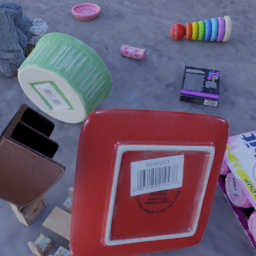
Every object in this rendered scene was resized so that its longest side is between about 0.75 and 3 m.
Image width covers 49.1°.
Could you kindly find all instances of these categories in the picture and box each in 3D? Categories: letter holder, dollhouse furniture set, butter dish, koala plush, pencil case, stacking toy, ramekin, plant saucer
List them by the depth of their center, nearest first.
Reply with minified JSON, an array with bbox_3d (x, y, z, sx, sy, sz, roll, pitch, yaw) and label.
[{"bbox_3d":[-1.498,0.477,4.070,0.951,1.338,0.673,34,37,-22],"label":"letter holder"},{"bbox_3d":[0.198,0.834,5.582,2.804,2.796,2.073,2,17,-21],"label":"butter dish"},{"bbox_3d":[-1.550,1.753,5.679,1.514,0.985,1.391,21,50,19],"label":"dollhouse furniture set"},{"bbox_3d":[-1.762,-1.228,7.673,2.413,2.413,1.179,19,57,17],"label":"ramekin"},{"bbox_3d":[-4.224,-3.313,9.925,2.282,2.364,2.573,-4,33,12],"label":"koala plush"},{"bbox_3d":[0.193,-2.860,10.556,0.986,0.408,0.426,17,30,16],"label":"pencil case"},{"bbox_3d":[2.886,-3.960,11.304,2.316,0.989,0.989,0,46,5],"label":"stacking toy"},{"bbox_3d":[-1.944,-5.405,13.072,1.324,0.336,1.324,1,46,-1],"label":"plant saucer"}]

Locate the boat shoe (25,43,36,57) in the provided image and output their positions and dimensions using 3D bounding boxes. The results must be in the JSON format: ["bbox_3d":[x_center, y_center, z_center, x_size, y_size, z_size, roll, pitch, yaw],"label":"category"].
[{"bbox_3d":[-3.655,-2.903,10.609,0.394,0.404,1.067,-8,47,-12],"label":"boat shoe"}]

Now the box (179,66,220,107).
[{"bbox_3d":[2.388,-1.417,9.235,1.201,0.303,1.680,11,48,9],"label":"box"}]

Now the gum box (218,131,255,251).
[{"bbox_3d":[3.022,1.262,6.201,1.554,0.905,2.738,-10,47,-10],"label":"gum box"}]
